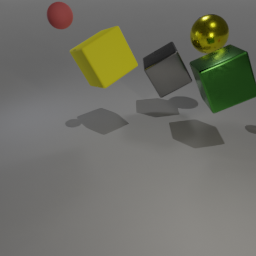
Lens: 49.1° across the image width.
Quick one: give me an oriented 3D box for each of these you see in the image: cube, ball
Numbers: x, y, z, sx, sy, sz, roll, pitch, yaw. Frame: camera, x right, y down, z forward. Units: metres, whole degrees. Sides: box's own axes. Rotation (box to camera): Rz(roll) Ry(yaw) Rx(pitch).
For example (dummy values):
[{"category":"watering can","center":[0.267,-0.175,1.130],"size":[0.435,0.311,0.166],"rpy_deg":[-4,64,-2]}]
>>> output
[{"category":"cube","center":[2.875,-1.521,8.533],"size":[1.400,1.400,1.400],"rpy_deg":[-22,23,10]},{"category":"ball","center":[-1.847,-3.053,7.616],"size":[0.700,0.700,0.700],"rpy_deg":[0,28,0]},{"category":"cube","center":[-0.803,-2.281,9.136],"size":[1.400,1.400,1.400],"rpy_deg":[-37,25,-15]},{"category":"ball","center":[3.020,-3.483,10.418],"size":[1.400,1.400,1.400],"rpy_deg":[0,28,0]},{"category":"cube","center":[1.538,-2.330,11.162],"size":[1.400,1.400,1.400],"rpy_deg":[-27,28,16]}]
